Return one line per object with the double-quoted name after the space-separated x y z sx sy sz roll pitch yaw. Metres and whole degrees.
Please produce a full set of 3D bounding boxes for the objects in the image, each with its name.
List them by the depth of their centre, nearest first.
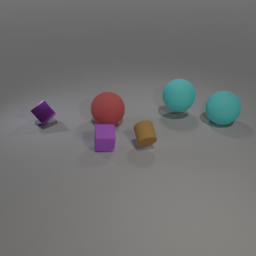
0.610 0.194 9.905 0.700 0.700 0.700 -7 61 -13 "cylinder"
-0.828 0.353 9.941 0.700 0.700 0.700 1 45 -8 "cube"
-3.455 -0.619 11.480 0.700 0.700 0.700 -42 6 -12 "cube"
-0.823 -0.787 11.514 1.400 1.400 1.400 0 29 0 "ball"
3.936 -0.826 11.602 1.400 1.400 1.400 0 29 0 "ball"
2.182 -1.393 12.016 1.400 1.400 1.400 0 29 0 "ball"
